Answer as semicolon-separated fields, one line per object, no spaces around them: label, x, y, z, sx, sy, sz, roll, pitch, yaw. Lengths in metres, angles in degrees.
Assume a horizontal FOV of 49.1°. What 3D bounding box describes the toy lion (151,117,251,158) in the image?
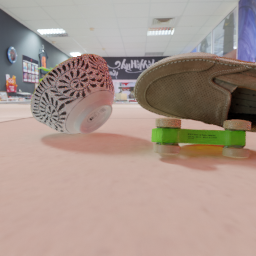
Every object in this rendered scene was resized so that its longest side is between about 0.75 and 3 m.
toy lion;0.996;0.133;3.938;1.373;0.471;1.316;2;-2;-1

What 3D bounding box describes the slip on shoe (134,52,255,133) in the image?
slip on shoe;1.326;-0.401;3.924;2.784;1.058;0.843;8;39;20

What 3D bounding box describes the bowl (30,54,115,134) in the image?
bowl;-0.880;-0.455;5.580;0.870;1.855;1.855;48;28;20
